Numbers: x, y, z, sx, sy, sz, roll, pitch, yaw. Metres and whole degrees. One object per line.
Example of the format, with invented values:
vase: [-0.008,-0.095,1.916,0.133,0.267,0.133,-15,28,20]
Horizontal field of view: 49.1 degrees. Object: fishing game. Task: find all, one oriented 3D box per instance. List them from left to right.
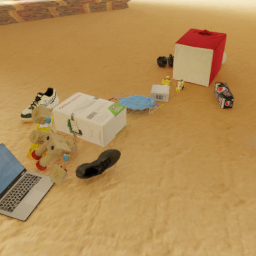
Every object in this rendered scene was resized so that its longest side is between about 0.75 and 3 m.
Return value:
fishing game: [0.408,-1.117,12.702,2.383,0.370,1.706,17,31,27]

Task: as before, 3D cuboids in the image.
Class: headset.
headset: [2.323,-4.045,16.457,1.161,0.883,1.880,-2,23,-1]

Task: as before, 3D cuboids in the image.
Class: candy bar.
candy bar: [-3.285,0.239,10.753,0.670,0.298,2.686,-2,34,-5]

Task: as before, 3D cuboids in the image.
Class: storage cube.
storage cube: [3.742,-3.769,14.809,2.064,2.415,2.171,19,45,24]

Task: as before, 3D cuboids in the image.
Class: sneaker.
sneaker: [-3.899,-1.070,12.115,0.796,0.923,2.106,18,40,21]
sneaker: [-0.851,1.188,8.828,1.575,0.598,0.715,-31,13,-19]

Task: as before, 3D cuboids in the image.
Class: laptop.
laptop: [-3.380,1.520,8.220,1.846,1.070,1.728,11,37,16]

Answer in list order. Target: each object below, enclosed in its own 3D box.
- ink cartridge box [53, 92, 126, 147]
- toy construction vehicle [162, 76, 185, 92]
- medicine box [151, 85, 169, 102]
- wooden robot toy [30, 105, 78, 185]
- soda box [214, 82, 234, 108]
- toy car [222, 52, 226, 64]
ink cartridge box: [-1.494,-0.411,11.067,2.367,0.998,1.729,18,38,24]
toy construction vehicle: [2.251,-2.251,14.212,1.163,0.470,1.336,13,37,18]
medicine box: [1.539,-1.676,13.385,0.813,0.460,0.893,6,34,9]
wooden robot toy: [-2.423,0.661,9.659,1.358,1.319,2.994,17,34,-55]
soda box: [4.468,-1.553,13.096,0.519,0.580,1.639,-1,34,4]
toy car: [4.846,-4.491,16.604,1.691,1.449,1.932,27,43,33]
